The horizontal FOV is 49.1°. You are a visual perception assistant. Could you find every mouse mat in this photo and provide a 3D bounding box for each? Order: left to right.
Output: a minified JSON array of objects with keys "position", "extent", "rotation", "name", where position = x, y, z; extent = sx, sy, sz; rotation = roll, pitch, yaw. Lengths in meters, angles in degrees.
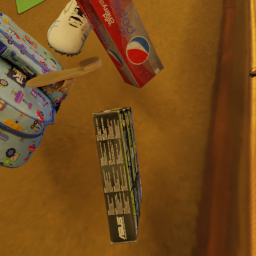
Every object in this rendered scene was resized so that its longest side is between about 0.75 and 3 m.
[{"position":[-2.718,-3.871,7.635],"extent":[1.066,0.050,1.325],"rotation":[-15,83,23],"name":"mouse mat"}]

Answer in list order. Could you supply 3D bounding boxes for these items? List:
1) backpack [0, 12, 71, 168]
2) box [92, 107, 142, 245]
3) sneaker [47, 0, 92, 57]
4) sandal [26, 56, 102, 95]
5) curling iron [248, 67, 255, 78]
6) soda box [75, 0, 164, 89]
[{"position":[-2.309,-0.689,5.050],"extent":[1.790,2.429,2.661],"rotation":[-43,28,11],"name":"backpack"},{"position":[-0.089,0.598,4.596],"extent":[0.439,1.784,1.848],"rotation":[-7,96,9],"name":"box"},{"position":[-1.197,-2.663,6.767],"extent":[0.940,0.948,2.615],"rotation":[24,48,-8],"name":"sneaker"},{"position":[-0.989,-0.758,4.634],"extent":[1.265,0.416,0.464],"rotation":[-23,35,-8],"name":"sandal"},{"position":[3.964,-1.567,7.152],"extent":[1.703,0.218,0.422],"rotation":[-8,25,30],"name":"curling iron"},{"position":[-0.171,-2.231,6.597],"extent":[0.909,2.597,0.824],"rotation":[-41,34,-11],"name":"soda box"}]
